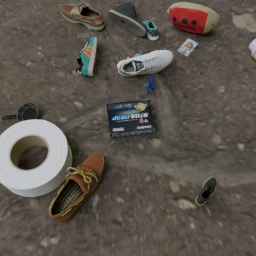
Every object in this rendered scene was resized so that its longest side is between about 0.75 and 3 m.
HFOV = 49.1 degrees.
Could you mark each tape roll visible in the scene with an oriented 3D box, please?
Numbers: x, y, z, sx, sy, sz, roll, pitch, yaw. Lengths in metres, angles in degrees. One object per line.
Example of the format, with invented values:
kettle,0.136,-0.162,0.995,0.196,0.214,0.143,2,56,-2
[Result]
tape roll,-3.544,1.093,10.423,2.801,0.980,2.801,0,62,0

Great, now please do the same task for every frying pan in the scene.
frying pan,-4.423,-0.423,11.678,1.612,0.262,0.975,-31,69,3

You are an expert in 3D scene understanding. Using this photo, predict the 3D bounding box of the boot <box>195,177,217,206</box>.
boot,2.875,2.167,9.903,0.474,0.846,1.224,29,65,15

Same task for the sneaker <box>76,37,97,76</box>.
sneaker,-1.916,-3.395,13.009,0.878,0.785,2.198,6,62,-2

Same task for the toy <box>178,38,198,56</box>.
toy,2.920,-3.979,13.602,0.571,0.234,0.991,35,73,14

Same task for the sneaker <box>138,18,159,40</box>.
sneaker,1.029,-5.131,14.005,0.617,0.725,1.589,-31,65,-16

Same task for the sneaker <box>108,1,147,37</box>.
sneaker,0.241,-5.631,14.161,2.422,0.906,1.287,37,70,20

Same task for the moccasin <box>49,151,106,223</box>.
moccasin,-1.766,1.964,9.872,1.031,1.088,2.818,34,66,17

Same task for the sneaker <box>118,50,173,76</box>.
sneaker,0.822,-2.823,12.375,2.571,1.035,0.982,-18,99,-2

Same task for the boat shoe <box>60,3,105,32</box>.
boat shoe,-2.337,-5.883,14.285,2.656,0.953,1.006,24,64,13

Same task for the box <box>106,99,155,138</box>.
box,0.085,-0.397,11.544,1.854,0.427,1.474,-5,60,-3

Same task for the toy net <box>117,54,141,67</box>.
toy net,0.160,-3.018,13.121,1.405,0.271,0.737,-29,68,-13

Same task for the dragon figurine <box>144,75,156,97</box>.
dragon figurine,0.919,-1.827,12.243,0.312,0.527,1.061,8,56,50

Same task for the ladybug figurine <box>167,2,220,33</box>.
ladybug figurine,3.106,-5.293,13.646,2.565,1.741,0.923,18,86,14

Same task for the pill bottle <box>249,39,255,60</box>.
pill bottle,6.408,-3.308,12.850,0.989,0.989,1.810,-22,63,-12
